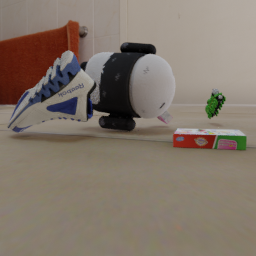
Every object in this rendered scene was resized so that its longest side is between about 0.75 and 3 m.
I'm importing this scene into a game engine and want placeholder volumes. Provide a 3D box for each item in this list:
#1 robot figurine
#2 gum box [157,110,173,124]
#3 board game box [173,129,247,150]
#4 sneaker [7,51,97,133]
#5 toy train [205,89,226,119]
[{"bbox_3d":[-0.089,-1.156,7.572,2.755,2.070,1.719,10,27,30],"label":"robot figurine"},{"bbox_3d":[0.947,-0.516,8.484,0.866,0.286,0.491,45,-4,-29],"label":"gum box"},{"bbox_3d":[1.471,0.183,5.155,1.202,0.242,0.919,2,6,15],"label":"board game box"},{"bbox_3d":[-1.550,-0.473,6.277,2.336,1.349,0.944,-36,33,25],"label":"sneaker"},{"bbox_3d":[2.817,-0.780,9.180,0.378,0.510,1.810,-23,-18,1],"label":"toy train"}]
